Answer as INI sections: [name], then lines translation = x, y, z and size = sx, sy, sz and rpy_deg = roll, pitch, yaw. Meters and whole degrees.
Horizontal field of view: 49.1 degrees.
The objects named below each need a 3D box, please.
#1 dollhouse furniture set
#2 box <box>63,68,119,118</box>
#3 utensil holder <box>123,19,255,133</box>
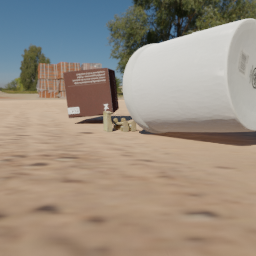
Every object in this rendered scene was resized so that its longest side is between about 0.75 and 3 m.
[dollhouse furniture set]
translation = -0.253, -0.199, 7.818
size = 0.803, 0.533, 0.704
rpy_deg = -4, 9, -24
[box]
translation = -1.245, -1.280, 10.093
size = 1.569, 1.553, 1.891
rpy_deg = -5, 9, 4
[utensil holder]
translation = 1.589, -0.985, 6.270
size = 2.284, 2.284, 2.688
rpy_deg = -6, 5, -40
